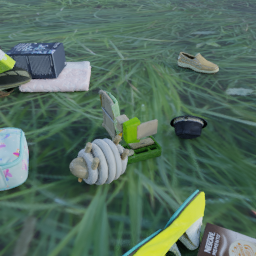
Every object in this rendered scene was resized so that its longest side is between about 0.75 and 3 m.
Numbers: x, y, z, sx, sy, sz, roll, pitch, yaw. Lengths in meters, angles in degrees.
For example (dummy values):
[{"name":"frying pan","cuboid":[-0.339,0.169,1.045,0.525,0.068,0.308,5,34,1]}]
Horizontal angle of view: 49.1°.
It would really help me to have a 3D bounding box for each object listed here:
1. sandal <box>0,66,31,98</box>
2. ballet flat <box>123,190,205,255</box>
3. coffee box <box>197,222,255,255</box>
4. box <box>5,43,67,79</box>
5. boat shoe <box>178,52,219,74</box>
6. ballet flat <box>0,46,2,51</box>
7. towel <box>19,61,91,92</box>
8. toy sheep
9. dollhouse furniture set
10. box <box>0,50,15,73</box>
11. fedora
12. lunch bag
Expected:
[{"name":"sandal","cuboid":[-4.667,-1.465,9.991,2.457,0.701,0.976,-26,62,-13]},{"name":"ballet flat","cuboid":[0.806,1.965,4.921,2.184,0.730,0.732,-30,63,-32]},{"name":"coffee box","cuboid":[1.845,2.226,4.524,1.400,0.558,0.800,14,36,20]},{"name":"box","cuboid":[-3.514,-2.616,10.825,1.869,1.000,1.387,1,32,4]},{"name":"boat shoe","cuboid":[3.009,-2.869,12.095,1.879,0.716,0.673,20,39,28]},{"name":"ballet flat","cuboid":[-7.256,-3.565,12.944,0.915,0.920,2.690,6,28,44]},{"name":"towel","cuboid":[-2.773,-2.074,11.191,2.513,0.405,2.400,-2,34,-2]},{"name":"toy sheep","cuboid":[-0.536,0.734,6.339,1.634,1.127,1.127,-9,34,-29]},{"name":"dollhouse furniture set","cuboid":[0.026,-0.173,7.501,0.981,1.280,1.954,-15,37,-19]},{"name":"box","cuboid":[-4.325,-2.274,8.634,0.846,1.388,0.331,-7,57,35]},{"name":"fedora","cuboid":[1.681,0.030,7.815,1.032,1.032,0.471,5,67,7]},{"name":"lunch bag","cuboid":[-3.476,0.733,6.549,2.135,0.823,1.712,-8,34,-12]}]
